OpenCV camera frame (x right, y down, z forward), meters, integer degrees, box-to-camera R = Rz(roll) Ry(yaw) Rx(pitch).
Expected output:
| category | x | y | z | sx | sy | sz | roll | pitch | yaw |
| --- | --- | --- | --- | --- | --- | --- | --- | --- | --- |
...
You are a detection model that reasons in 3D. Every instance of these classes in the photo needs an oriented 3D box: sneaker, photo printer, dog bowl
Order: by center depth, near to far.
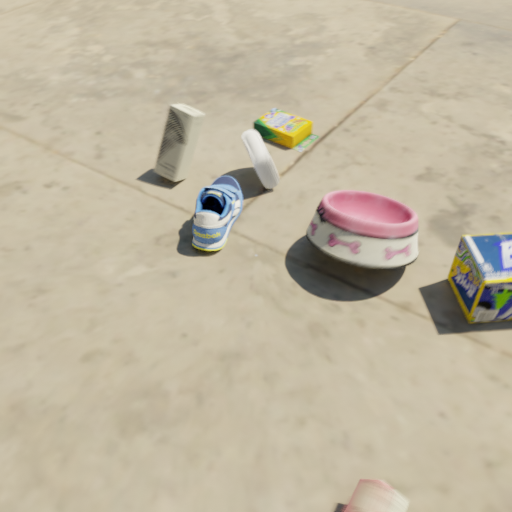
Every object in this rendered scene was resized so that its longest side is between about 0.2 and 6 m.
| category | x | y | z | sx | sy | sz | roll | pitch | yaw |
| --- | --- | --- | --- | --- | --- | --- | --- | --- | --- |
| dog bowl | 1.639 | -0.462 | 8.404 | 1.710 | 0.631 | 1.710 | 7 | 24 | -3 |
| sneaker | -0.607 | -0.869 | 9.182 | 0.662 | 0.737 | 1.792 | 4 | 41 | 6 |
| photo printer | 0.061 | -1.751 | 9.942 | 0.323 | 0.774 | 0.930 | -25 | 52 | 4 |

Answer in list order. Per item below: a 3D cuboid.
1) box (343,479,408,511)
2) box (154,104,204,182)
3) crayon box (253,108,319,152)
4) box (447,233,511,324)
| category | x | y | z | sx | sy | sz | roll | pitch | yaw |
| --- | --- | --- | --- | --- | --- | --- | --- | --- | --- |
| box | 1.095 | 2.567 | 5.443 | 0.367 | 0.430 | 0.673 | 39 | 62 | -4 |
| box | -1.376 | -2.001 | 9.937 | 0.519 | 1.264 | 0.432 | 26 | 25 | 16 |
| crayon box | 0.614 | -2.558 | 11.307 | 1.173 | 0.303 | 0.738 | 27 | 50 | 25 |
| box | 4.246 | 0.246 | 7.864 | 2.765 | 0.889 | 0.969 | -3 | 44 | -4 |
